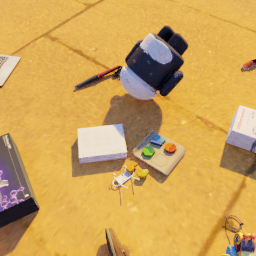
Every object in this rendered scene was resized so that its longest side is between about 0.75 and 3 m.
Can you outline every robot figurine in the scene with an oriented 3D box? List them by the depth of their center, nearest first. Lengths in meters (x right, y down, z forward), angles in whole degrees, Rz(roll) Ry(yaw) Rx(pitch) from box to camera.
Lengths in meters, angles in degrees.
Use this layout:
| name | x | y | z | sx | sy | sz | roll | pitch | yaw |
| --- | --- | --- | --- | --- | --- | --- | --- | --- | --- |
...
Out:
| name | x | y | z | sx | sy | sz | roll | pitch | yaw |
| --- | --- | --- | --- | --- | --- | --- | --- | --- | --- |
| robot figurine | 1.022 | -2.502 | 11.162 | 1.862 | 2.983 | 2.241 | 35 | 15 | -20 |

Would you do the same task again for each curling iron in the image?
| name | x | y | z | sx | sy | sz | roll | pitch | yaw |
| --- | --- | --- | --- | --- | --- | --- | --- | --- | --- |
| curling iron | -1.227 | -2.250 | 12.480 | 2.434 | 0.311 | 0.603 | -21 | 56 | -15 |

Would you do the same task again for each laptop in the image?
| name | x | y | z | sx | sy | sz | roll | pitch | yaw |
| --- | --- | --- | --- | --- | --- | --- | --- | --- | --- |
| laptop | -6.354 | -3.103 | 12.548 | 2.138 | 1.239 | 2.002 | 9 | 54 | 7 |

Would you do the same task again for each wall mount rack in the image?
| name | x | y | z | sx | sy | sz | roll | pitch | yaw |
| --- | --- | --- | --- | --- | --- | --- | --- | --- | --- |
| wall mount rack | -0.072 | 1.707 | 9.458 | 0.881 | 0.329 | 0.766 | -32 | 58 | -27 |

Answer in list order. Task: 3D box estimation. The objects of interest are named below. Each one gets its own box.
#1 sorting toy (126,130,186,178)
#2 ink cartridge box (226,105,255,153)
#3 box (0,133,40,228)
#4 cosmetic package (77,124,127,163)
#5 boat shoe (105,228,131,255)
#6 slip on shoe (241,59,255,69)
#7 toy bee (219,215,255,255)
| name | x | y | z | sx | sy | sz | roll | pitch | yaw |
| --- | --- | --- | --- | --- | --- | --- | --- | --- | --- |
| sorting toy | 0.951 | 1.014 | 9.987 | 1.525 | 0.274 | 2.047 | 32 | 57 | 22 |
| ink cartridge box | 4.815 | 0.151 | 10.356 | 1.918 | 0.823 | 1.404 | 21 | 56 | 13 |
| box | -4.262 | 1.729 | 9.033 | 1.920 | 1.073 | 2.720 | -22 | 56 | -19 |
| cosmetic package | -0.963 | 0.557 | 10.279 | 1.709 | 0.441 | 1.288 | -6 | 51 | -5 |
| boat shoe | -0.189 | 3.587 | 7.969 | 0.553 | 0.585 | 1.627 | -15 | 64 | -17 |
| slip on shoe | 5.695 | -2.999 | 13.066 | 0.932 | 0.285 | 0.345 | -22 | 58 | -14 |
| toy bee | 3.107 | 3.383 | 7.690 | 1.436 | 1.192 | 2.193 | -14 | 55 | -10 |
